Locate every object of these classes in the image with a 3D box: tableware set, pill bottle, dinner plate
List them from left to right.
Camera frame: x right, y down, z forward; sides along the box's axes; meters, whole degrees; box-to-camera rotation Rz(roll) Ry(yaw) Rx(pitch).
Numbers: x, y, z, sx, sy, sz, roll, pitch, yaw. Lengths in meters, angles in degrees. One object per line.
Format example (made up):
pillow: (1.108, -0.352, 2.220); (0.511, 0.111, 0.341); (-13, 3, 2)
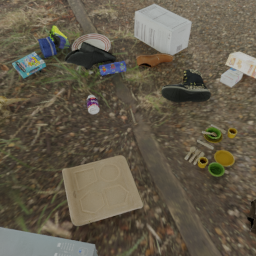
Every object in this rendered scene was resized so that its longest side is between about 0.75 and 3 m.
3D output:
dinner plate: (-1.807, -3.987, 13.835); (1.913, 0.232, 1.913); (-1, 56, 2)
pill bottle: (-1.399, -0.948, 11.103); (0.437, 0.437, 0.777); (-9, 49, -8)
tableware set: (3.091, 0.679, 9.735); (1.478, 0.337, 2.194); (31, 55, 24)

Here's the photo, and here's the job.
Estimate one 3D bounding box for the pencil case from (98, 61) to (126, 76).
pencil case: (-0.703, -2.670, 12.601); (1.238, 0.538, 0.483); (-13, 80, -11)

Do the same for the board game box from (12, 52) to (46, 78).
board game box: (-4.432, -2.836, 12.571); (1.148, 0.269, 0.867); (-36, 67, -22)

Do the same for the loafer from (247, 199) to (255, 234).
loafer: (3.636, 2.533, 8.050); (0.377, 0.386, 1.058); (8, 49, 7)

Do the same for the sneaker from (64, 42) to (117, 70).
sneaker: (-1.673, -3.159, 12.847); (2.221, 1.158, 0.667); (15, 23, -37)

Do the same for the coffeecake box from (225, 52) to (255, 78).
coffeecake box: (5.320, -2.848, 12.522); (1.456, 0.532, 1.118); (35, 38, 28)

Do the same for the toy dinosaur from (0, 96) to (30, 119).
toy dinosaur: (-4.962, -0.928, 10.992); (2.070, 0.602, 1.047); (-10, 48, -9)

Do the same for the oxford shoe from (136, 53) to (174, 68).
oxford shoe: (1.263, -3.100, 13.040); (1.753, 0.625, 0.625); (-4, 76, -2)

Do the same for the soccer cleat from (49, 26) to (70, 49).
soccer cleat: (-3.514, -4.629, 14.391); (0.824, 0.637, 1.971); (6, 36, -35)

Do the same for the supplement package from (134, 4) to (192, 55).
supplement package: (1.668, -4.913, 13.980); (1.442, 1.389, 2.536); (-33, 56, -26)

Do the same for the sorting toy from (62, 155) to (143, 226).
sorting toy: (-0.823, 1.883, 8.683); (2.134, 0.389, 1.975); (-10, 49, -15)

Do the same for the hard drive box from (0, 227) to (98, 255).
hard drive box: (-1.957, 3.235, 6.402); (2.467, 1.923, 0.947); (8, 49, 6)

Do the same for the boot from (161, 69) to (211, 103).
boot: (2.321, -1.800, 11.693); (2.019, 0.729, 1.525); (3, 46, -5)

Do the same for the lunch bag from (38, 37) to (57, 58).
lunch bag: (-3.885, -3.954, 13.601); (0.680, 0.698, 1.028); (-20, 50, -18)

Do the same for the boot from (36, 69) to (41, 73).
boot: (-4.269, -2.847, 12.922); (0.575, 0.298, 0.881); (-6, 57, -8)

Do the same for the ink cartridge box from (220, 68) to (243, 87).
ink cartridge box: (4.531, -2.225, 12.294); (0.837, 0.354, 0.605); (-35, 57, -29)
